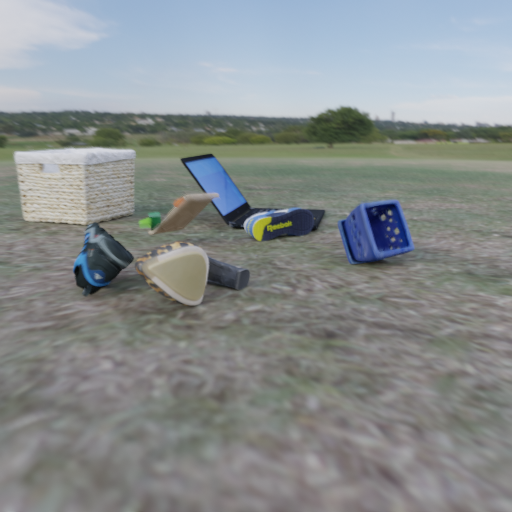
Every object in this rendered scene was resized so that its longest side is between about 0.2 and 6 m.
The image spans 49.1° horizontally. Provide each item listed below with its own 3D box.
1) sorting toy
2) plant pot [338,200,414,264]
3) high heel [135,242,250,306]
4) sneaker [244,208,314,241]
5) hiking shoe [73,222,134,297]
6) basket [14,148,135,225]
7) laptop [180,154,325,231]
[{"bbox_3d":[-1.638,-0.889,11.433,1.323,0.263,1.790,-38,-8,23],"label":"sorting toy"},{"bbox_3d":[2.136,-0.382,10.324,1.015,1.015,0.913,-8,-13,-33],"label":"plant pot"},{"bbox_3d":[-1.391,0.126,8.277,1.715,0.859,2.405,15,2,30],"label":"high heel"},{"bbox_3d":[0.534,-0.775,13.040,1.825,0.675,0.751,-7,13,-33],"label":"sneaker"},{"bbox_3d":[-2.599,0.030,8.943,0.906,0.777,2.090,-48,17,-8],"label":"hiking shoe"},{"bbox_3d":[-4.902,-1.975,15.458,2.368,1.922,2.390,5,13,21],"label":"basket"},{"bbox_3d":[0.072,-1.807,15.088,3.431,1.772,3.041,2,13,11],"label":"laptop"}]
